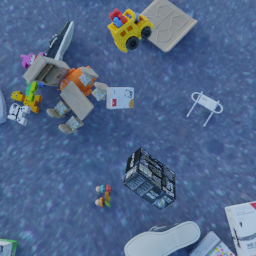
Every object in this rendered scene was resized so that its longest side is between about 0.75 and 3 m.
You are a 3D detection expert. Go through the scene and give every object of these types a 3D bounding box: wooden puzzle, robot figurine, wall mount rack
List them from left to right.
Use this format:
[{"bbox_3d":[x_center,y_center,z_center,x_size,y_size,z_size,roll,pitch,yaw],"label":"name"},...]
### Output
[{"bbox_3d":[-1.965,-1.731,10.900,1.550,0.904,1.115,-38,114,-9],"label":"robot figurine"},{"bbox_3d":[1.492,-4.383,11.968,2.206,0.511,2.044,40,76,16],"label":"wooden puzzle"},{"bbox_3d":[2.931,-0.760,10.859,1.294,0.483,1.125,31,72,9],"label":"wall mount rack"}]

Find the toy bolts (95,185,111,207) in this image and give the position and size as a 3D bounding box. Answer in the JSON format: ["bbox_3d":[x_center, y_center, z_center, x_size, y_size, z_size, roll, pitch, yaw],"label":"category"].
[{"bbox_3d":[-0.905,2.327,9.818,0.526,0.724,0.758,-3,55,5],"label":"toy bolts"}]

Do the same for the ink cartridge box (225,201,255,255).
[{"bbox_3d":[4.212,3.441,9.379,1.298,0.753,1.799,-10,73,-3],"label":"ink cartridge box"}]

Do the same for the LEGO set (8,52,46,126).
[{"bbox_3d":[-3.967,-1.483,10.797,1.151,1.070,2.805,11,79,7],"label":"LEGO set"}]

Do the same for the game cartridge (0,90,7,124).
[{"bbox_3d":[-5.590,-1.004,10.965,1.388,0.421,2.082,-23,74,-11],"label":"game cartridge"}]

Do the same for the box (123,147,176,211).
[{"bbox_3d":[0.514,1.139,6.345,1.132,0.927,0.487,37,119,-16],"label":"box"}]

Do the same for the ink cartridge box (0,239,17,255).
[{"bbox_3d":[-4.298,4.277,8.347,0.923,2.222,1.629,6,73,2],"label":"ink cartridge box"}]

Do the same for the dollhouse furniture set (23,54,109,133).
[{"bbox_3d":[-2.272,-1.346,10.002,2.177,1.542,2.370,-46,76,19],"label":"dollhouse furniture set"}]

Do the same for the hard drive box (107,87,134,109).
[{"bbox_3d":[-0.227,-0.888,8.295,0.793,0.305,0.618,-8,104,-37],"label":"hard drive box"}]

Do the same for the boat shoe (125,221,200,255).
[{"bbox_3d":[1.117,3.718,9.280,2.540,0.785,0.951,-21,72,-9],"label":"boat shoe"}]

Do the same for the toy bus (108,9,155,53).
[{"bbox_3d":[0.012,-3.133,8.467,1.244,1.194,0.844,-38,47,1],"label":"toy bus"}]

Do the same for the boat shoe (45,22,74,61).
[{"bbox_3d":[-2.879,-3.361,11.410,0.730,0.915,2.421,18,73,-1],"label":"boat shoe"}]

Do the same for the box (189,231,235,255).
[{"bbox_3d":[2.934,4.389,9.335,1.105,0.292,1.417,-40,78,-11],"label":"box"}]
